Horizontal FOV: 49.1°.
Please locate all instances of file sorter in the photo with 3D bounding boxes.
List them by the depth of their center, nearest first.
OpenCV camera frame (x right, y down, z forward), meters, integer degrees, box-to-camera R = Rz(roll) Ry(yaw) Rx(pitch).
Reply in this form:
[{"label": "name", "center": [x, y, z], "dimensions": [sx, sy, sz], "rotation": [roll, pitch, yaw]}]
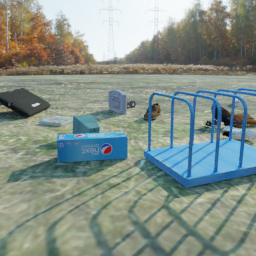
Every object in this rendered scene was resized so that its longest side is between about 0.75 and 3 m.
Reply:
[{"label": "file sorter", "center": [2.094, 0.011, 6.749], "dimensions": [2.879, 1.766, 1.998], "rotation": [-6, 14, -22]}]

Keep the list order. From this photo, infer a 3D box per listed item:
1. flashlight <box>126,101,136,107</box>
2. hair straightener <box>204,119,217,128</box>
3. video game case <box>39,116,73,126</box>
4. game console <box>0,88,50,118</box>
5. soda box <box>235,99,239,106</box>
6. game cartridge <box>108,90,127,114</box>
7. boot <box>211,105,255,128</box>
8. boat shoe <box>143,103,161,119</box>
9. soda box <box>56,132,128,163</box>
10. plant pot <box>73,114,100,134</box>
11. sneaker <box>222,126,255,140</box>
[{"label": "flashlight", "center": [-0.050, -1.368, 15.373], "dimensions": [0.371, 0.370, 1.092], "rotation": [-12, 19, -41]}, {"label": "hair straightener", "center": [3.189, -0.154, 10.827], "dimensions": [0.407, 0.217, 1.058], "rotation": [11, 22, 40]}, {"label": "video game case", "center": [-2.818, -0.294, 11.434], "dimensions": [1.091, 0.132, 1.198], "rotation": [5, 15, 22]}, {"label": "game console", "center": [-5.654, -0.889, 13.574], "dimensions": [2.613, 1.729, 2.971], "rotation": [30, 15, -3]}, {"label": "soda box", "center": [6.040, -1.454, 15.824], "dimensions": [0.291, 0.311, 0.914], "rotation": [4, 15, 16]}, {"label": "game cartridge", "center": [-0.518, -1.318, 13.670], "dimensions": [0.325, 1.071, 1.606], "rotation": [-10, 17, -27]}, {"label": "boot", "center": [4.177, -0.540, 10.976], "dimensions": [1.479, 0.507, 1.393], "rotation": [-7, 34, -25]}, {"label": "boat shoe", "center": [1.053, -0.757, 12.397], "dimensions": [0.605, 0.572, 1.681], "rotation": [4, 14, 15]}, {"label": "soda box", "center": [-0.915, 0.480, 7.242], "dimensions": [1.768, 0.600, 0.567], "rotation": [-2, 14, -10]}, {"label": "plant pot", "center": [-1.319, 0.021, 9.141], "dimensions": [0.640, 0.641, 0.906], "rotation": [-10, 25, -34]}, {"label": "sneaker", "center": [3.523, 0.248, 8.919], "dimensions": [1.058, 0.385, 0.448], "rotation": [11, 39, 38]}]
